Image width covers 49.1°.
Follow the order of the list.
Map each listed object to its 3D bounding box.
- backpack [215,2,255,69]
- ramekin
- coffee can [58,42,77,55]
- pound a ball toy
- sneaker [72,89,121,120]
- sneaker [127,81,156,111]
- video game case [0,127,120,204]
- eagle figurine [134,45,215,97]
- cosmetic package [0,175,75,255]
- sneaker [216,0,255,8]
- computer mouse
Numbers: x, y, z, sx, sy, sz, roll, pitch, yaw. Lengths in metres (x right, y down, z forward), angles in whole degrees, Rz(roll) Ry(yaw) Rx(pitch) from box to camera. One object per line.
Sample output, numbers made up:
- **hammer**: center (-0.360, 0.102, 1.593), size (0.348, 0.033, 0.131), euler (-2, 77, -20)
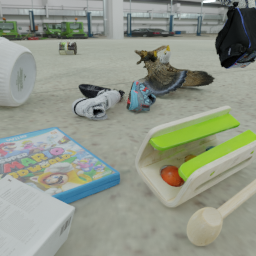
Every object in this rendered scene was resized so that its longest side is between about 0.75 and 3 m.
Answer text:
- **backpack**: center (2.880, -2.212, 7.179), size (1.113, 1.445, 1.376), euler (0, -16, -15)
- **ramekin**: center (-3.799, -1.707, 8.985), size (1.043, 2.240, 2.240), euler (13, 22, 4)
- **coffee can**: center (-5.083, -6.710, 23.609), size (1.397, 1.023, 1.023), euler (0, 21, 1)
- **pound a ball toy**: center (1.291, 0.703, 4.474), size (2.512, 1.067, 1.638), euler (-17, 52, -37)
- **sneaker**: center (-0.738, -0.667, 8.309), size (1.677, 0.630, 0.964), euler (-21, 29, -33)
- **sneaker**: center (0.469, -0.975, 9.230), size (0.888, 0.737, 1.859), euler (14, 29, 0)
- **video game case**: center (-1.722, 0.663, 5.282), size (1.977, 0.246, 2.763), euler (-15, 25, -33)
- **eagle figurine**: center (1.559, -2.212, 11.236), size (2.276, 2.263, 2.999), euler (-41, 64, 1)
- **cosmetic package**: center (-1.557, 1.424, 2.506), size (1.015, 0.622, 2.458), euler (24, 26, 11)
- **sneaker**: center (3.034, -3.906, 8.215), size (1.002, 2.353, 0.906), euler (-21, -3, 23)
- **computer mouse**: center (-0.988, -1.195, 10.046), size (1.656, 0.436, 1.147), euler (12, 22, 2)
